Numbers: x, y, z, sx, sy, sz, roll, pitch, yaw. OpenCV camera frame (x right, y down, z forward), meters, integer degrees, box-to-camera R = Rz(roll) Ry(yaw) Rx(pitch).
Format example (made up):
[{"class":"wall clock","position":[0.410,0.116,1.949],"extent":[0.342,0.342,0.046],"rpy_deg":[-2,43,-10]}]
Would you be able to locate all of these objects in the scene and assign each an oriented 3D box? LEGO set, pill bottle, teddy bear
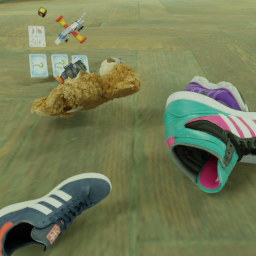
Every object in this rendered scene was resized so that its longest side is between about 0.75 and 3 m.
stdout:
[{"class":"LEGO set","position":[-2.524,-3.199,10.171],"extent":[2.091,0.687,2.799],"rpy_deg":[-4,75,-18]},{"class":"pill bottle","position":[-1.922,-1.854,9.377],"extent":[1.034,0.549,0.549],"rpy_deg":[-41,44,-13]},{"class":"teddy bear","position":[-1.097,-0.961,7.008],"extent":[2.823,0.942,2.046],"rpy_deg":[-19,-6,38]}]

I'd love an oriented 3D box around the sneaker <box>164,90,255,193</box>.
[{"class":"sneaker","position":[1.983,0.440,5.279],"extent":[2.895,1.210,1.748],"rpy_deg":[16,56,5]}]

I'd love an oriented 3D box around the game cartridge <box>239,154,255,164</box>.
[{"class":"game cartridge","position":[2.559,0.249,6.660],"extent":[1.092,0.335,1.641],"rpy_deg":[3,32,12]}]

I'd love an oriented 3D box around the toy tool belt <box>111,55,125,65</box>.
[{"class":"toy tool belt","position":[-0.360,-2.385,10.176],"extent":[0.500,0.508,0.814],"rpy_deg":[-11,19,1]}]

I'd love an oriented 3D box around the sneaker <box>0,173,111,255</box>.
[{"class":"sneaker","position":[-1.043,1.333,4.147],"extent":[1.849,0.693,0.781],"rpy_deg":[-25,33,-9]}]

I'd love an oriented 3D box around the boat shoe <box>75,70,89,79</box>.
[{"class":"boat shoe","position":[-1.455,-1.339,8.572],"extent":[0.568,0.533,1.541],"rpy_deg":[43,20,-13]}]

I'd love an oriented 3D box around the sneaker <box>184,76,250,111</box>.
[{"class":"sneaker","position":[2.189,-0.595,7.433],"extent":[1.056,1.021,2.532],"rpy_deg":[-39,25,-5]}]
